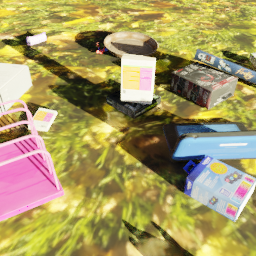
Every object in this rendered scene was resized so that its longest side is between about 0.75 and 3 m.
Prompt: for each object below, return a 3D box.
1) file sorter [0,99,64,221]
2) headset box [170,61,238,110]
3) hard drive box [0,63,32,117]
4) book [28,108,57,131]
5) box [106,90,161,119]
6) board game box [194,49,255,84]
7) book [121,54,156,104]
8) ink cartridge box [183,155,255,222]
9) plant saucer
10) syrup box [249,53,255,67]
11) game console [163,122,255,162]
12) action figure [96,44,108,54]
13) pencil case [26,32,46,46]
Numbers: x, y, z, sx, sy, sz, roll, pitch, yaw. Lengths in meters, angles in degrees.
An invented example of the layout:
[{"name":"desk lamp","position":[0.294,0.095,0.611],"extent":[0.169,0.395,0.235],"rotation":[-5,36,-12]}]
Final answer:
[{"name":"file sorter","position":[-2.879,0.607,6.758],"extent":[1.726,1.558,2.484],"rotation":[-19,42,-23]},{"name":"headset box","position":[2.804,-1.568,10.200],"extent":[1.527,0.770,2.054],"rotation":[-28,46,-31]},{"name":"hard drive box","position":[-4.814,-1.447,9.953],"extent":[1.785,0.879,2.290],"rotation":[8,38,10]},{"name":"book","position":[-2.723,-0.266,9.001],"extent":[0.614,0.221,0.918],"rotation":[7,39,6]},{"name":"box","position":[0.196,-0.972,9.798],"extent":[1.369,0.337,1.418],"rotation":[-28,45,-35]},{"name":"board game box","position":[3.757,-2.347,10.657],"extent":[2.354,0.407,1.594],"rotation":[26,19,14]},{"name":"book","position":[0.297,-1.433,8.484],"extent":[0.987,1.478,0.355],"rotation":[8,39,6]},{"name":"ink cartridge box","position":[2.060,1.322,6.648],"extent":[1.550,0.592,1.057],"rotation":[25,44,31]},{"name":"plant saucer","position":[0.147,-3.890,13.363],"extent":[2.582,0.414,2.582],"rotation":[2,42,-2]},{"name":"syrup box","position":[5.712,-3.010,12.428],"extent":[0.326,0.338,0.829],"rotation":[-3,37,-2]},{"name":"game console","position":[2.408,0.057,7.593],"extent":[2.591,2.211,1.533],"rotation":[-2,65,-3]},{"name":"action figure","position":[-1.107,-3.890,13.454],"extent":[1.043,0.516,0.340],"rotation":[-30,46,-29]},{"name":"pencil case","position":[-4.703,-4.577,14.358],"extent":[0.443,0.451,1.056],"rotation":[30,45,29]}]
